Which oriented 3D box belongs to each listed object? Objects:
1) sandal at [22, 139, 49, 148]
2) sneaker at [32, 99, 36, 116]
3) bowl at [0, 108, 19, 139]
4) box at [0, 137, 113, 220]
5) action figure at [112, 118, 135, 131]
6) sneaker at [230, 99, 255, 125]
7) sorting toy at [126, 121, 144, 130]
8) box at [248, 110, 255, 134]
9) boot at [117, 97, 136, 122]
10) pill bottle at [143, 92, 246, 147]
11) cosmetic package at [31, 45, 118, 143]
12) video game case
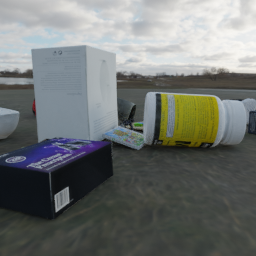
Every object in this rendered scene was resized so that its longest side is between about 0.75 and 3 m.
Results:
[{"bbox_3d":[-1.942,0.467,7.112,1.481,0.423,0.588,-4,11,-21],"label":"sandal"},{"bbox_3d":[-3.959,-0.958,14.378,2.446,0.970,1.168,16,4,38],"label":"sneaker"},{"bbox_3d":[-4.938,-0.101,8.962,2.411,0.900,2.408,9,13,43],"label":"bowl"},{"bbox_3d":[-1.269,0.723,4.855,1.350,0.754,1.913,1,10,22],"label":"box"},{"bbox_3d":[-0.098,0.022,9.379,0.589,0.506,0.991,1,27,43],"label":"action figure"},{"bbox_3d":[4.921,-0.752,12.308,2.833,1.069,1.612,-2,8,-43],"label":"sneaker"},{"bbox_3d":[0.857,-0.103,10.727,1.375,0.271,1.485,-8,13,-38],"label":"sorting toy"},{"bbox_3d":[4.756,-0.163,9.572,0.570,0.790,1.065,-8,14,-36],"label":"box"},{"bbox_3d":[-0.693,-0.652,11.837,1.949,1.772,0.707,27,37,14],"label":"boot"},{"bbox_3d":[1.784,-0.213,7.866,2.613,1.493,1.493,3,10,0],"label":"pill bottle"},{"bbox_3d":[-1.474,-1.001,8.717,1.678,2.730,2.721,0,9,15],"label":"cosmetic package"},{"bbox_3d":[0.001,0.266,8.255,1.128,0.137,1.239,19,16,16],"label":"video game case"}]
